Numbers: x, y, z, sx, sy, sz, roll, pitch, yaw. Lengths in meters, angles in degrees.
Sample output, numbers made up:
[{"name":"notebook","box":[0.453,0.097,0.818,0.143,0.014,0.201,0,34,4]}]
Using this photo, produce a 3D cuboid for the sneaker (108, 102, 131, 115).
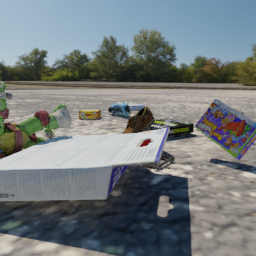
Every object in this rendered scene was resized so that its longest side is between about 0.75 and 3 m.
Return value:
[{"name":"sneaker","box":[-0.501,-0.955,15.358,0.900,0.784,2.001,-21,12,-20]}]

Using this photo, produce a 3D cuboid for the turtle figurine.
[{"name":"turtle figurine","box":[-2.982,-0.155,6.729,2.798,2.013,2.713,14,11,36]}]

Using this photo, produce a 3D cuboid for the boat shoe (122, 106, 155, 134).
[{"name":"boat shoe","box":[0.210,-0.107,9.048,0.662,0.626,1.841,-11,20,36]}]

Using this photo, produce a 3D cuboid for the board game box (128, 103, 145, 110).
[{"name":"board game box","box":[0.130,-1.431,18.607,1.265,0.306,1.672,-5,12,-30]}]

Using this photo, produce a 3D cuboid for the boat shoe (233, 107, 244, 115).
[{"name":"boat shoe","box":[4.205,-0.396,11.948,0.791,0.804,2.159,-29,10,-4]}]

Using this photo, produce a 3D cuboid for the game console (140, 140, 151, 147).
[{"name":"game console","box":[0.532,0.395,7.896,0.889,0.766,0.528,-6,39,-30]}]

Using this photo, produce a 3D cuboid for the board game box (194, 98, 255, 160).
[{"name":"board game box","box":[2.507,0.001,7.078,0.317,0.953,1.418,24,14,-46]}]

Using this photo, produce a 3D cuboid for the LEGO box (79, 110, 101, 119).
[{"name":"LEGO box","box":[-1.941,-0.716,14.374,1.002,0.387,0.747,1,10,6]}]

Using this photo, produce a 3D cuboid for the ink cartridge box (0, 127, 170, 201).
[{"name":"ink cartridge box","box":[-0.705,0.613,5.541,3.000,0.609,2.994,-5,8,13]}]

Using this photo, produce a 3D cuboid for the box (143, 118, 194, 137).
[{"name":"box","box":[1.253,-0.027,10.474,1.688,0.415,1.747,-4,11,-33]}]

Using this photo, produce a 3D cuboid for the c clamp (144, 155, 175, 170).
[{"name":"c clamp","box":[0.780,0.817,6.653,0.854,0.135,0.999,0,10,31]}]
